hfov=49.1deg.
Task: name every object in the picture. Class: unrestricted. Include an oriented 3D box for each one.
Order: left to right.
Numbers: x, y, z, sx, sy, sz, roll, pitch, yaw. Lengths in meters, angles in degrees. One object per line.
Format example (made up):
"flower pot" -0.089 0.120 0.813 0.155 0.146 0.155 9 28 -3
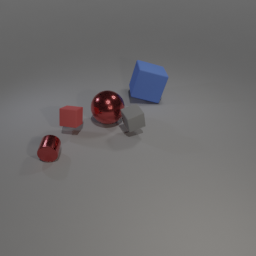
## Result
"cylinder" -2.748 0.709 9.787 0.700 0.700 0.700 -1 35 -1
"cube" -2.215 -0.453 10.945 0.700 0.700 0.700 7 15 10
"ball" -0.837 -0.849 11.560 1.400 1.400 1.400 0 33 0
"cube" 0.200 -0.389 10.821 0.700 0.700 0.700 -21 44 -11
"cube" 0.945 -2.231 13.402 1.400 1.400 1.400 12 29 -12
